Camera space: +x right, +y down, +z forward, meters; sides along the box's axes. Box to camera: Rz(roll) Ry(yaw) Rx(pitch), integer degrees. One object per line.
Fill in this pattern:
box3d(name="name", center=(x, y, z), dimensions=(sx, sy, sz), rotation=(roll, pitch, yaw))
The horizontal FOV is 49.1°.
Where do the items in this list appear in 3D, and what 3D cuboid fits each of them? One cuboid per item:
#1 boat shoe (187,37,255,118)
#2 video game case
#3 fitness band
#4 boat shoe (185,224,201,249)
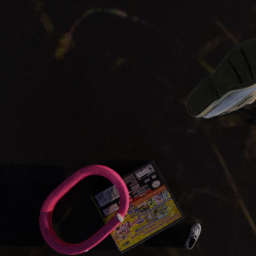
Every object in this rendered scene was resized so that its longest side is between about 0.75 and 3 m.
box3d(name="boat shoe", center=(2.341, -0.992, 5.852), dimensions=(0.865, 2.530, 0.946), rotation=(4, 67, -30))
box3d(name="video game case", center=(0.277, 2.373, 8.583), dimensions=(2.219, 0.283, 2.005), rotation=(-29, 86, -3))
box3d(name="fitness band", center=(-1.305, 2.397, 8.291), dimensions=(2.841, 0.532, 2.040), rotation=(-41, 79, 1))
box3d(name="boat shoe", center=(2.005, 3.312, 8.509), dimensions=(0.281, 0.287, 0.805), rotation=(27, 86, 2))
